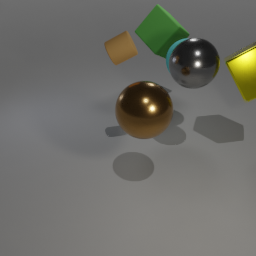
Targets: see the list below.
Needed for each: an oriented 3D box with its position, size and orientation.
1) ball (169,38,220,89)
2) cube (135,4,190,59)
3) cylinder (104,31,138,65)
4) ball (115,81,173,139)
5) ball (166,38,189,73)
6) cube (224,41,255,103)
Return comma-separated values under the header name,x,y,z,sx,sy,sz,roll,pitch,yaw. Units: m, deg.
name,x,y,z,sx,sy,sz,roll,pitch,yaw
ball,1.855,-1.809,7.889,1.400,1.400,1.400,0,31,0
cube,1.429,-3.931,11.604,1.400,1.400,1.400,51,25,15
cylinder,-0.184,-2.185,7.683,0.700,0.700,0.700,-24,28,13
ball,0.386,-0.429,6.744,1.400,1.400,1.400,0,31,0
ball,1.988,-2.297,9.479,1.400,1.400,1.400,0,31,0
cube,3.952,-1.830,8.678,1.400,1.400,1.400,-27,9,23
